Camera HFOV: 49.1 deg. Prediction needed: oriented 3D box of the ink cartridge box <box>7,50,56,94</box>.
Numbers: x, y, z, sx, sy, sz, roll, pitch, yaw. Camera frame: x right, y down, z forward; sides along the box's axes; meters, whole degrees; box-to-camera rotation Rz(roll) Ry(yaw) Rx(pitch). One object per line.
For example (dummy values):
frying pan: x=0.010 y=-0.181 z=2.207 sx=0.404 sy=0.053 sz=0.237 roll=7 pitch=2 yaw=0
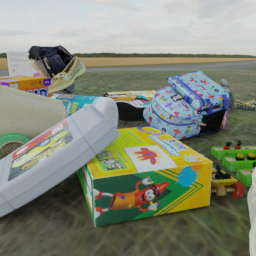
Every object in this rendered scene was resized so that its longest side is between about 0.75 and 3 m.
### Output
ink cartridge box: x=-4.573 y=-2.385 z=13.513 sx=1.924 sy=2.663 sz=1.127 roll=-3 pitch=19 yaw=-7

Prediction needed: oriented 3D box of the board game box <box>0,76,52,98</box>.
board game box: x=-3.627 y=-0.697 z=8.841 sx=1.741 sy=1.740 sz=1.739 roll=7 pitch=16 yaw=23

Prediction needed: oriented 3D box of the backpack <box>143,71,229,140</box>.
backpack: x=1.647 y=-0.653 z=8.576 sx=2.185 sy=1.470 sz=1.995 roll=-14 pitch=46 yaw=-22

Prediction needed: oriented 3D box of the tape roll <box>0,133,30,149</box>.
tape roll: x=-2.368 y=0.556 z=5.784 sx=0.900 sy=0.900 sz=0.216 roll=-8 pitch=17 yaw=-28

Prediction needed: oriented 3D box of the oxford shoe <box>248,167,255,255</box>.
oxford shoe: x=1.932 y=1.321 z=3.565 sx=0.856 sy=0.657 sz=2.276 roll=11 pitch=32 yaw=13

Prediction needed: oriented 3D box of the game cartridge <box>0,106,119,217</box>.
game cartridge: x=-1.383 y=0.489 z=4.801 sx=2.449 sy=0.501 sz=1.630 roll=-34 pitch=26 yaw=-8

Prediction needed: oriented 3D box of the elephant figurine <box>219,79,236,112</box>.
elephant figurine: x=3.485 y=-1.240 z=12.166 sx=1.916 sy=1.486 sz=1.355 roll=-23 pitch=-26 yaw=12

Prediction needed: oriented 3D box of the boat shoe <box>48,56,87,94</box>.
boat shoe: x=-1.786 y=-1.507 z=7.997 sx=0.608 sy=0.524 sz=1.666 roll=-10 pitch=29 yaw=36

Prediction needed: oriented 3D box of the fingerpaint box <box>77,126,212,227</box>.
fingerpaint box: x=0.088 y=0.710 z=5.276 sx=1.948 sy=0.856 sz=2.334 roll=-6 pitch=16 yaw=-17

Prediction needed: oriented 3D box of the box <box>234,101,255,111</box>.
box: x=5.564 y=-1.044 z=13.077 sx=1.082 sy=0.267 sz=0.864 roll=13 pitch=18 yaw=41

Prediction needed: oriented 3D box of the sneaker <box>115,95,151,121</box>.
sneaker: x=0.179 y=-0.827 z=10.991 sx=2.068 sy=0.865 sz=1.249 roll=5 pitch=18 yaw=-13

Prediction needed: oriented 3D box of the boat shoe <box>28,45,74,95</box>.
boat shoe: x=-2.188 y=-1.843 z=9.471 sx=1.139 sy=0.917 sz=2.456 roll=1 pitch=-21 yaw=21

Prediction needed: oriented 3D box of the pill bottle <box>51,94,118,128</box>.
pill bottle: x=-1.573 y=-0.317 z=8.302 sx=2.357 sy=1.306 sz=1.306 roll=5 pitch=16 yaw=19

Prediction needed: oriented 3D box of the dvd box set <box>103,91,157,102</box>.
dvd box set: x=0.299 y=-1.590 z=14.763 sx=2.946 sy=0.433 sz=2.156 roll=-3 pitch=16 yaw=-12

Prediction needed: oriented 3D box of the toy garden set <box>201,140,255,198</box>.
toy garden set: x=2.274 y=0.742 z=5.839 sx=2.127 sy=0.509 sz=2.551 roll=-1 pitch=15 yaw=-5

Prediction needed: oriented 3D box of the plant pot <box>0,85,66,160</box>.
plant pot: x=-2.542 y=-0.091 z=6.634 sx=1.901 sy=2.077 sz=2.077 roll=5 pitch=11 yaw=-26

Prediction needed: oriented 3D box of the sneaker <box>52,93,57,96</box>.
sneaker: x=-3.521 y=-0.910 z=10.850 sx=2.877 sy=1.160 sz=1.074 roll=-13 pitch=22 yaw=-43

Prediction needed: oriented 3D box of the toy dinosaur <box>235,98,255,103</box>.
toy dinosaur: x=6.587 y=-1.389 z=13.954 sx=2.174 sy=0.516 sz=0.958 roll=-3 pitch=1 yaw=-10

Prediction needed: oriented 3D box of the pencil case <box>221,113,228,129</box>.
pencil case: x=2.560 y=-0.343 z=9.665 sx=1.633 sy=0.706 sz=0.676 roll=6 pitch=-15 yaw=19
